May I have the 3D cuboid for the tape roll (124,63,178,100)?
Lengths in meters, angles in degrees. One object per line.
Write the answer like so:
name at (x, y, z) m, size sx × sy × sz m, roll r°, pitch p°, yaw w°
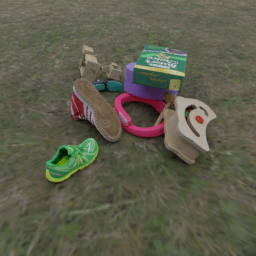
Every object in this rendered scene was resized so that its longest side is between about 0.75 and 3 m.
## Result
tape roll at (1.031, -2.063, 11.980) m, size 2.331 × 0.990 × 2.331 m, roll 6°, pitch 25°, yaw -3°

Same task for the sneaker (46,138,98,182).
sneaker at (-1.663, 0.866, 8.665) m, size 0.749 × 0.845 × 2.022 m, roll 23°, pitch 42°, yaw 29°

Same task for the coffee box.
coffee box at (1.309, -2.388, 10.738) m, size 1.837 × 0.657 × 2.987 m, roll 13°, pitch 33°, yaw 7°

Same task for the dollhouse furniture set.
dollhouse furniture set at (-1.453, -2.976, 13.929) m, size 1.772 × 1.114 × 2.004 m, roll 14°, pitch 31°, yaw -24°

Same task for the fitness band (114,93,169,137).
fitness band at (0.572, -0.598, 10.896) m, size 1.972 × 0.514 × 2.746 m, roll -11°, pitch 37°, yaw -18°

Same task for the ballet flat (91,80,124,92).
ballet flat at (-0.980, -1.950, 12.650) m, size 1.618 × 0.591 × 0.591 m, roll -4°, pitch 37°, yaw -2°

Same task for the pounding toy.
pounding toy at (1.964, 0.034, 9.862) m, size 1.697 × 1.702 × 2.968 m, roll 22°, pitch 44°, yaw -17°

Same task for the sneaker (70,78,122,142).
sneaker at (-1.277, -0.411, 10.497) m, size 0.951 × 1.502 × 2.670 m, roll -25°, pitch 74°, yaw -33°
